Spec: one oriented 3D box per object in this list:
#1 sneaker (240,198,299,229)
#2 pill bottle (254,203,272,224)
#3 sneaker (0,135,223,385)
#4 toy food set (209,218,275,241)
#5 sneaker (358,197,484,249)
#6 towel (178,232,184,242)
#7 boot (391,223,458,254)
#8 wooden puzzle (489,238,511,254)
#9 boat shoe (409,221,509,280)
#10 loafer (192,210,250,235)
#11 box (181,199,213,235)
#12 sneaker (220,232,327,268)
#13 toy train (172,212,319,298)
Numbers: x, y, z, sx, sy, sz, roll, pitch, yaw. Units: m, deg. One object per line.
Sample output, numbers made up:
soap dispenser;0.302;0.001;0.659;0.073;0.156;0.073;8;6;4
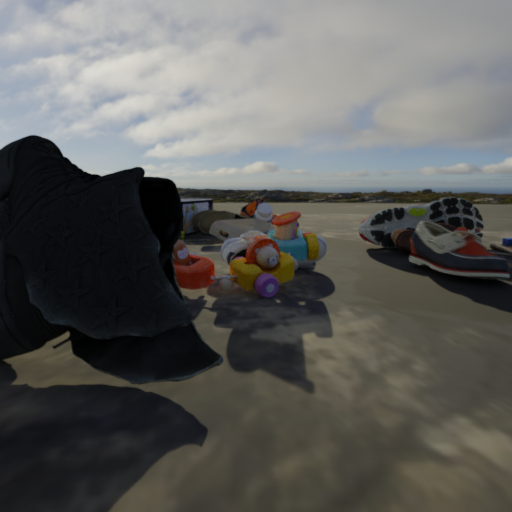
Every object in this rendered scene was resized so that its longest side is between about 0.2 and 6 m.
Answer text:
sneaker;0.396;-1.254;17.217;1.855;1.039;0.720;0;7;2
pill bottle;0.176;-1.004;15.506;0.500;0.885;0.500;6;47;-7
sneaker;-1.437;-0.239;4.959;1.824;1.050;3.496;-18;39;3
toy food set;-0.141;-0.527;14.019;1.703;0.514;1.222;-7;21;-36
sneaker;3.784;-0.742;12.979;2.983;1.149;1.267;0;0;-12
towel;-3.245;-0.227;12.165;1.508;0.316;3.505;-1;6;35
boot;3.702;-0.202;11.370;1.693;0.612;1.408;0;19;-12
wooden puzzle;5.751;-0.216;11.860;1.128;0.282;1.218;-1;7;-5
boat shoe;3.123;-0.099;8.801;0.846;0.744;2.377;9;6;-11
loafer;-0.901;-0.986;16.282;1.967;0.748;0.663;-4;3;-32
box;-2.718;-1.158;16.528;1.963;1.012;3.366;2;7;16
sneaker;0.332;0.014;9.148;1.791;0.654;0.634;-6;25;-10
toy train;-0.232;-0.141;7.755;1.895;0.702;2.523;12;25;32
